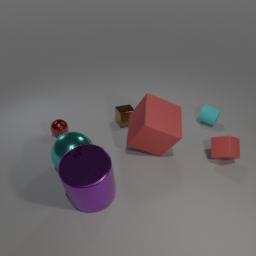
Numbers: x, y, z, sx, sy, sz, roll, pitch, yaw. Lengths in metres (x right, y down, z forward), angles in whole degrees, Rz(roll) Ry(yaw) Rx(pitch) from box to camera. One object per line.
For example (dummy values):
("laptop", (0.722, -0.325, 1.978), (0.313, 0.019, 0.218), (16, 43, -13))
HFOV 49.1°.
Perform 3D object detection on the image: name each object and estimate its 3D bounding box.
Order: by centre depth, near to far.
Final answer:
("cylinder", (-1.087, 1.402, 7.777), (1.400, 1.400, 1.400), (-2, 48, 2))
("ball", (-1.784, 0.806, 9.083), (1.400, 1.400, 1.400), (0, 31, 0))
("cube", (3.331, 0.678, 9.564), (0.700, 0.700, 0.700), (12, -14, -42))
("cube", (0.914, -0.080, 9.759), (1.400, 1.400, 1.400), (20, 51, -17))
("ball", (-2.726, -0.007, 11.143), (0.700, 0.700, 0.700), (0, 31, 0))
("cylinder", (3.463, -0.545, 11.903), (0.700, 0.700, 0.700), (27, 39, 20))
("cube", (-0.116, -0.522, 12.020), (0.700, 0.700, 0.700), (-11, 32, -18))
